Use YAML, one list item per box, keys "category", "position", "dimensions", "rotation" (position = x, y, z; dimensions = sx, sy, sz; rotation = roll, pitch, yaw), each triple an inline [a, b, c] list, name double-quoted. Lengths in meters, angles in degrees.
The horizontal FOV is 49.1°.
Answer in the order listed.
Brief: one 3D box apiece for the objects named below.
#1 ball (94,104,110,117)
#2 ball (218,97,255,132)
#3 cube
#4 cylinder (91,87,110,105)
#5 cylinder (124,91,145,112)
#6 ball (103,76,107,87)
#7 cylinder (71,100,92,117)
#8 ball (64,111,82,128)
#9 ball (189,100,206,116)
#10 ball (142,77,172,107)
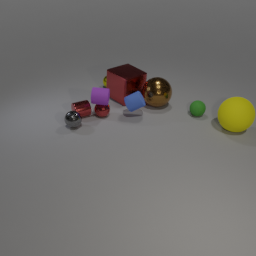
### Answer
- category: "ball"
  position: [-1.132, -0.825, 12.285]
  dimensions: [0.700, 0.700, 0.700]
  rotation: [0, 31, 0]
- category: "ball"
  position: [4.282, -0.534, 11.100]
  dimensions: [1.400, 1.400, 1.400]
  rotation: [0, 31, 0]
- category: "cube"
  position: [-0.095, -2.144, 13.686]
  dimensions: [1.400, 1.400, 1.400]
  rotation: [-25, 45, -36]
- category: "cylinder"
  position: [-1.162, -1.337, 11.800]
  dimensions: [0.700, 0.700, 0.700]
  rotation: [6, 31, 1]
- category: "cylinder"
  position: [0.294, -1.141, 12.103]
  dimensions: [0.700, 0.700, 0.700]
  rotation: [-24, 26, 16]
- category: "ball"
  position: [-1.001, -2.495, 15.029]
  dimensions: [0.700, 0.700, 0.700]
  rotation: [0, 31, 0]
- category: "cylinder"
  position: [-2.044, -0.824, 12.265]
  dimensions: [0.700, 0.700, 0.700]
  rotation: [-16, 34, -24]
- category: "ball"
  position: [-2.236, -0.360, 11.412]
  dimensions: [0.700, 0.700, 0.700]
  rotation: [0, 31, 0]
- category: "ball"
  position: [3.071, -0.867, 12.353]
  dimensions: [0.700, 0.700, 0.700]
  rotation: [0, 31, 0]
- category: "ball"
  position: [1.346, -1.659, 13.014]
  dimensions: [1.400, 1.400, 1.400]
  rotation: [0, 31, 0]
